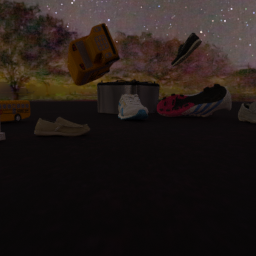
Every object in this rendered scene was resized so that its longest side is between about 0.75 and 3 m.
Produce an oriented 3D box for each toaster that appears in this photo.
[{"bbox_3d":[-0.031,-1.529,13.702,2.427,1.592,2.684,4,8,33],"label":"toaster"}]

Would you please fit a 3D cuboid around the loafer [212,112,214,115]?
[{"bbox_3d":[3.483,-0.767,12.463,0.367,0.414,1.089,-2,-3,-11],"label":"loafer"}]

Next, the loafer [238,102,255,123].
[{"bbox_3d":[4.002,-0.494,8.744,0.663,0.662,1.897,-1,7,-6],"label":"loafer"}]

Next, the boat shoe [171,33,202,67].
[{"bbox_3d":[1.885,-2.586,9.397,0.472,0.444,1.314,-23,-18,-48],"label":"boat shoe"}]

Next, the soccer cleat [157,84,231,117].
[{"bbox_3d":[2.587,-0.801,11.019,2.936,1.026,1.268,-11,-39,34],"label":"soccer cleat"}]

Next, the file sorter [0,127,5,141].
[{"bbox_3d":[-3.445,-0.327,4.751,1.404,1.260,2.024,4,8,32],"label":"file sorter"}]

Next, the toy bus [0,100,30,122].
[{"bbox_3d":[-3.909,-0.511,8.746,0.576,0.693,1.771,3,7,27],"label":"toy bus"}]

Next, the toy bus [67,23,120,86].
[{"bbox_3d":[-0.641,-1.165,4.732,0.654,0.543,1.670,-23,5,-12],"label":"toy bus"}]

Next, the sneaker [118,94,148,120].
[{"bbox_3d":[0.106,-0.765,10.089,0.858,0.906,2.243,0,7,-17],"label":"sneaker"}]

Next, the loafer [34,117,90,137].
[{"bbox_3d":[-1.387,-0.037,5.931,1.162,0.397,0.440,-1,7,-11],"label":"loafer"}]
